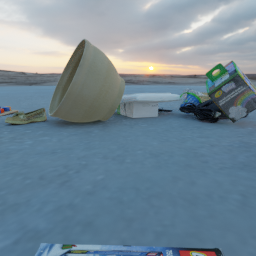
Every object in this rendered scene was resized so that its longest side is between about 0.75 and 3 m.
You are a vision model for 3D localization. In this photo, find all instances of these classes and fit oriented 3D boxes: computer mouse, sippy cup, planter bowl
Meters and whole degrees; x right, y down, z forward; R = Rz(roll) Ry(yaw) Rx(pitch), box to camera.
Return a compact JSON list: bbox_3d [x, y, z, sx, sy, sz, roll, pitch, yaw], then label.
[{"bbox_3d":[3.693,-0.853,11.175,2.864,0.755,1.983,-5,18,-29],"label":"computer mouse"},{"bbox_3d":[2.623,-1.004,11.897,0.711,0.762,0.970,-44,59,-13],"label":"sippy cup"},{"bbox_3d":[-1.348,-1.387,10.059,1.954,2.904,2.904,25,0,-24],"label":"planter bowl"}]

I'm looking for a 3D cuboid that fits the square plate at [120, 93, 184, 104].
[{"bbox_3d":[0.549,-1.273,12.314,2.744,0.394,2.770,-7,6,-38],"label":"square plate"}]

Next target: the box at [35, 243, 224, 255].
[{"bbox_3d":[-0.019,1.263,1.188,1.399,0.408,2.044,0,11,3],"label":"box"}]

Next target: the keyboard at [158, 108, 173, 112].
[{"bbox_3d":[1.609,-0.896,13.346,0.974,0.193,0.507,5,11,29],"label":"keyboard"}]

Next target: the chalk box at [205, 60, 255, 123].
[{"bbox_3d":[3.421,-1.374,9.463,1.186,1.906,1.180,-37,18,29],"label":"chalk box"}]

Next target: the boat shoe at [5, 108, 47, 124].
[{"bbox_3d":[-3.643,-0.426,10.011,0.564,0.482,1.538,9,14,38],"label":"boat shoe"}]

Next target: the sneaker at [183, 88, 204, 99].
[{"bbox_3d":[3.539,-1.386,13.616,1.770,0.665,1.017,34,24,29],"label":"sneaker"}]

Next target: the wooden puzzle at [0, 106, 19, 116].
[{"bbox_3d":[-5.729,-0.760,12.257,1.259,0.315,1.359,3,11,20],"label":"wooden puzzle"}]

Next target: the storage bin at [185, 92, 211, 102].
[{"bbox_3d":[3.814,-1.277,13.642,1.745,0.824,1.758,7,13,29],"label":"storage bin"}]

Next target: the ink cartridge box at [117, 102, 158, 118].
[{"bbox_3d":[0.372,-0.874,11.817,1.200,0.691,1.644,-5,12,-23],"label":"ink cartridge box"}]
